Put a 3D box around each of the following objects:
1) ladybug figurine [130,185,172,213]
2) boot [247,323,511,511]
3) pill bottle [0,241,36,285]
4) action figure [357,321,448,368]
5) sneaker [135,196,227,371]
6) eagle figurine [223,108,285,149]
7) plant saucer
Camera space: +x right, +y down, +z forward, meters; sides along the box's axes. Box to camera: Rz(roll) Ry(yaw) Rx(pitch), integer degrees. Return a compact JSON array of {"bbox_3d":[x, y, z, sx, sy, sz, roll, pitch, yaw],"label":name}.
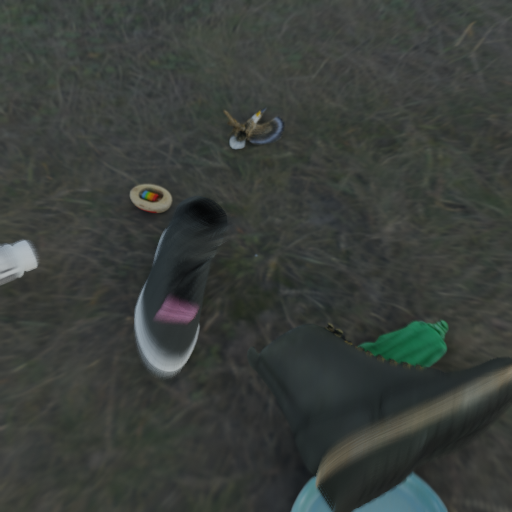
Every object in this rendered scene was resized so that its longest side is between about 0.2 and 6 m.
[{"bbox_3d":[-1.905,-1.012,10.135,0.821,0.295,0.557,21,56,15],"label":"ladybug figurine"},{"bbox_3d":[1.774,1.492,7.354,3.338,1.293,2.309,-15,46,-26],"label":"boot"},{"bbox_3d":[-3.948,0.160,8.596,0.986,0.558,0.558,-25,57,-29],"label":"pill bottle"},{"bbox_3d":[2.064,1.496,8.103,1.878,0.514,1.109,-31,61,-14],"label":"action figure"},{"bbox_3d":[-1.101,0.249,8.401,0.981,1.377,2.776,16,52,-16],"label":"sneaker"},{"bbox_3d":[-0.043,-2.589,11.194,1.053,0.794,0.799,-13,93,-46],"label":"eagle figurine"},{"bbox_3d":[1.391,3.529,6.754,2.079,0.285,2.079,0,54,0],"label":"plant saucer"}]
